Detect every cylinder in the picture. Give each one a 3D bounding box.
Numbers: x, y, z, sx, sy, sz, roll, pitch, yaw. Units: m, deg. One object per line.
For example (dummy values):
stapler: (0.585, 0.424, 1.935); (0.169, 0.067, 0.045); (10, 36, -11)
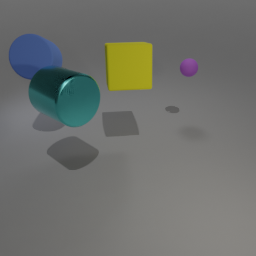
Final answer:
cylinder: (-3.033, -2.330, 9.378); (1.400, 1.400, 1.400); (-1, 10, -1)
cylinder: (-1.703, -0.874, 7.520); (1.400, 1.400, 1.400); (22, 37, 40)

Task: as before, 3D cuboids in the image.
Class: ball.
ball: (2.374, -2.347, 10.904); (0.700, 0.700, 0.700); (0, 30, 0)

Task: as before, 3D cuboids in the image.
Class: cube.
cube: (-0.017, -2.063, 9.225); (1.400, 1.400, 1.400); (-3, 19, -6)
